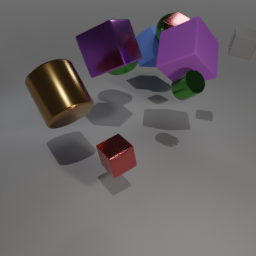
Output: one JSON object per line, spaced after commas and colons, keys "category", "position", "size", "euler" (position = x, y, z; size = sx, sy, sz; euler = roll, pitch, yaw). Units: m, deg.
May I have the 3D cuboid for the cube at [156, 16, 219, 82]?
{"category": "cube", "position": [1.907, -2.342, 8.884], "size": [1.400, 1.400, 1.400], "euler": [-10, 61, 41]}

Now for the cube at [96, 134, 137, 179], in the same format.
{"category": "cube", "position": [-0.287, 0.701, 7.121], "size": [0.700, 0.700, 0.700], "euler": [-28, 40, -21]}

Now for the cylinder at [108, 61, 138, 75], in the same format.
{"category": "cylinder", "position": [-0.426, -3.118, 11.436], "size": [1.400, 1.400, 1.400], "euler": [-11, 42, 10]}

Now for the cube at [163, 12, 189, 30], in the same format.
{"category": "cube", "position": [1.771, -3.628, 10.167], "size": [0.700, 0.700, 0.700], "euler": [-35, 56, -14]}

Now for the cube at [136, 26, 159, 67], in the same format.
{"category": "cube", "position": [1.225, -3.881, 13.537], "size": [1.400, 1.400, 1.400], "euler": [-23, -6, 39]}

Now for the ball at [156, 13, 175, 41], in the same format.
{"category": "ball", "position": [1.894, -4.175, 12.004], "size": [1.400, 1.400, 1.400], "euler": [0, 31, 0]}

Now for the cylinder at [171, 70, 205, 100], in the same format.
{"category": "cylinder", "position": [1.705, -1.211, 7.986], "size": [0.700, 0.700, 0.700], "euler": [-18, -3, -27]}

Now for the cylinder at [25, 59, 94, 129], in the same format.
{"category": "cylinder", "position": [-1.847, -0.908, 7.632], "size": [1.400, 1.400, 1.400], "euler": [-24, 80, -34]}

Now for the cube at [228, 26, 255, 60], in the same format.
{"category": "cube", "position": [3.651, -2.698, 8.885], "size": [0.700, 0.700, 0.700], "euler": [17, 47, 7]}

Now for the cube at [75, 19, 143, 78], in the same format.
{"category": "cube", "position": [-0.587, -2.628, 9.215], "size": [1.400, 1.400, 1.400], "euler": [-13, 14, 31]}
